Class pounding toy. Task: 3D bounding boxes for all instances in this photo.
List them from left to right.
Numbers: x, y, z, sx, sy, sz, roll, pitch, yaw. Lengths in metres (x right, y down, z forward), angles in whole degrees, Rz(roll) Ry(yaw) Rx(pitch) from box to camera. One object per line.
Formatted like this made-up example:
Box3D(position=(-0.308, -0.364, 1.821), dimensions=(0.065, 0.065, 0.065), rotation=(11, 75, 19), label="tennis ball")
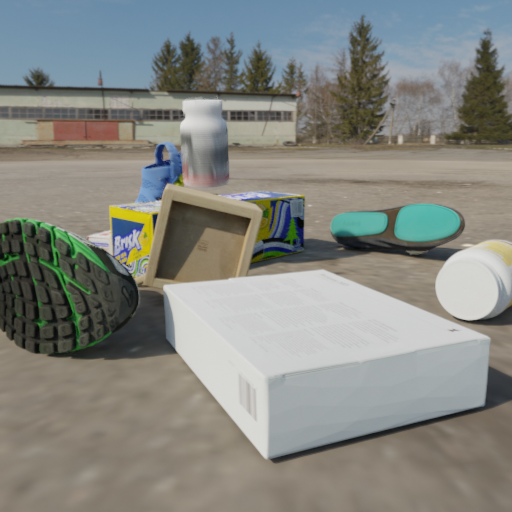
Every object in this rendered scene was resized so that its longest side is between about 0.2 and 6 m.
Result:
Box3D(position=(-0.769, -0.055, 6.654), dimensions=(1.308, 1.421, 1.010), rotation=(13, 10, -9), label="pounding toy")

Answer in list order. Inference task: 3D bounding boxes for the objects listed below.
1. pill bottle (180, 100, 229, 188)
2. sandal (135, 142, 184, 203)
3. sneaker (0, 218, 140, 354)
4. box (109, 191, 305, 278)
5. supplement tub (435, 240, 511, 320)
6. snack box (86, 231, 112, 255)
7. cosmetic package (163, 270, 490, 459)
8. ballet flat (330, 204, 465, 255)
Box3D(position=(-0.692, -1.514, 7.533), dimensions=(0.639, 1.104, 0.639), rotation=(-1, 18, 0), label="pill bottle")
Box3D(position=(-1.705, -1.230, 9.504), dimensions=(0.721, 1.814, 0.790), rotation=(16, -24, 41), label="sandal")
Box3D(position=(-2.050, 0.107, 5.691), dimensions=(1.295, 1.186, 3.039), rotation=(-10, 15, -42), label="sneaker")
Box3D(position=(-0.607, -0.383, 8.479), dimensions=(1.071, 0.983, 3.057), rotation=(12, 16, 43), label="box")
Box3D(position=(2.443, 0.256, 6.010), dimensions=(0.754, 0.754, 1.037), rotation=(10, 16, 40), label="supplement tub")
Box3D(position=(-1.787, -0.404, 10.110), dimensions=(0.969, 0.328, 2.696), rotation=(4, 13, 23), label="snack box")
Box3D(position=(0.372, 0.659, 4.504), dimensions=(1.708, 0.585, 2.265), rotation=(-7, 13, -22), label="cosmetic package")
Box3D(position=(2.310, -0.397, 9.079), dimensions=(2.264, 0.827, 0.827), rotation=(1, 10, 38), label="ballet flat")
